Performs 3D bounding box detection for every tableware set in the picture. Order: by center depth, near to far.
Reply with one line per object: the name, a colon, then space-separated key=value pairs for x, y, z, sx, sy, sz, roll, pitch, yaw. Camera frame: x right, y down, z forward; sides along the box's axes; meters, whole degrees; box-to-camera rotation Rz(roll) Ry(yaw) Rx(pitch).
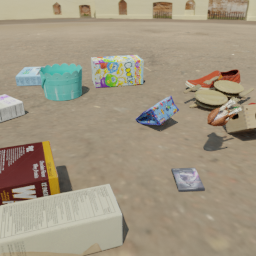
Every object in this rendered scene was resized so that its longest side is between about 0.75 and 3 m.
tableware set: x=3.909 y=-1.367 z=11.986 sx=1.930 sy=0.585 sz=2.919 roll=29 pitch=40 yaw=34

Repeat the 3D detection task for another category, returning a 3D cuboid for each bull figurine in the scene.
bull figurine: x=2.648 y=-0.368 z=7.842 sx=0.505 sy=0.941 sz=1.550 roll=54 pitch=25 yaw=7

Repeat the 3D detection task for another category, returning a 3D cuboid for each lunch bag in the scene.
lunch bag: x=0.954 y=-0.527 z=9.994 sx=1.021 sy=0.638 sz=1.356 roll=-34 pitch=10 yaw=-28

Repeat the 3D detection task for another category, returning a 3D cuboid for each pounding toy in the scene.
pounding toy: x=4.340 y=-0.432 z=8.930 sx=1.837 sy=0.840 sz=1.613 roll=-7 pitch=-6 yaw=-14

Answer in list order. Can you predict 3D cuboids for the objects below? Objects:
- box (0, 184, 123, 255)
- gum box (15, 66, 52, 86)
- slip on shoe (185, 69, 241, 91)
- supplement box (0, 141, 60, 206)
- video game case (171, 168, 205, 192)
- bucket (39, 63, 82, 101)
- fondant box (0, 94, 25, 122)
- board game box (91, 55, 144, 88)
box: x=-1.208 y=1.799 z=5.166 sx=2.089 sy=0.812 sz=0.992 roll=-7 pitch=27 yaw=-15
gum box: x=-4.554 y=-2.838 z=15.066 sx=2.368 sy=0.528 sz=2.012 roll=-2 pitch=26 yaw=-4
slip on shoe: x=4.174 y=-2.370 z=13.698 sx=2.956 sy=0.905 sz=1.095 roll=-8 pitch=29 yaw=-13
supplement box: x=-2.379 y=1.217 z=6.059 sx=1.641 sy=1.089 sz=1.618 roll=-9 pitch=27 yaw=-18
video game case: x=1.497 y=1.291 z=7.071 sx=0.643 sy=0.085 sz=0.899 roll=-1 pitch=25 yaw=-3
bucket: x=-2.990 y=-2.108 z=12.715 sx=1.972 sy=1.283 sz=1.972 roll=0 pitch=25 yaw=0
fondant box: x=-5.129 y=-0.634 z=10.486 sx=1.407 sy=0.568 sz=1.950 roll=20 pitch=32 yaw=36
board game box: x=-0.561 y=-2.926 z=14.362 sx=2.472 sy=1.297 sz=1.274 roll=-7 pitch=27 yaw=-12
